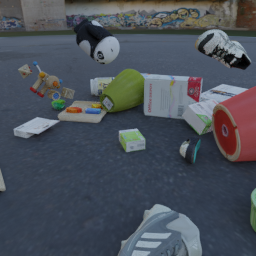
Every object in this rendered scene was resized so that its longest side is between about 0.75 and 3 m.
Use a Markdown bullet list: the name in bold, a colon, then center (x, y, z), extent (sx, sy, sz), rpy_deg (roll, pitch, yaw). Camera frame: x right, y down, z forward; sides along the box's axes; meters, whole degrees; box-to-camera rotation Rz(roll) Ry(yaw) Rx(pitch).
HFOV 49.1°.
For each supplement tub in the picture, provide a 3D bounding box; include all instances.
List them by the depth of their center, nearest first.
- **supplement tub**: center (-1.352, -2.257, 15.300), extent (1.348, 0.977, 0.977), rpy_deg (-3, 24, -6)

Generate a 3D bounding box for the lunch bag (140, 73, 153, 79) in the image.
- **lunch bag**: center (0.662, -2.293, 15.394), extent (2.152, 1.015, 2.685), rpy_deg (7, 26, 21)

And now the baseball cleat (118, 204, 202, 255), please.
- **baseball cleat**: center (0.581, 2.292, 5.103), extent (1.383, 0.906, 2.599), rpy_deg (10, 27, 22)

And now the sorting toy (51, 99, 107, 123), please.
- **sorting toy**: center (-2.383, -0.888, 12.888), extent (2.847, 0.419, 2.104), rpy_deg (4, 24, 8)

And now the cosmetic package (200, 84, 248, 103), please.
- **cosmetic package**: center (4.922, -1.319, 13.495), extent (2.202, 0.755, 2.921), rpy_deg (22, 32, 35)

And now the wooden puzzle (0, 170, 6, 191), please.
- **wooden puzzle**: center (-4.605, 1.436, 7.673), extent (2.085, 0.388, 1.929), rpy_deg (-13, 26, -27)

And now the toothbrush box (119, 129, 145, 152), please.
- **toothbrush box**: center (0.135, 0.422, 9.926), extent (0.708, 0.418, 0.972), rpy_deg (-7, 26, -15)

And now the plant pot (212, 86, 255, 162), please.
- **plant pot**: center (4.113, -0.128, 8.832), extent (2.341, 2.646, 2.646), rpy_deg (-13, 25, -4)

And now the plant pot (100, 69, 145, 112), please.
- **plant pot**: center (-0.324, -1.555, 13.017), extent (1.835, 1.835, 1.962), rpy_deg (17, 39, 34)

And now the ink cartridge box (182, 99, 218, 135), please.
- **ink cartridge box**: center (3.157, -0.476, 11.216), extent (1.560, 0.655, 1.135), rpy_deg (-15, 53, -32)

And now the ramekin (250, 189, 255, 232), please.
- **ramekin**: center (3.416, 1.941, 6.126), extent (1.449, 0.708, 1.449), rpy_deg (0, 24, 0)

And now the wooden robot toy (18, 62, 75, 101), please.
- **wooden robot toy**: center (-2.633, -1.418, 9.511), extent (0.960, 0.932, 2.117), rpy_deg (23, -9, 46)

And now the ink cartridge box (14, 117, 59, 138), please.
- **ink cartridge box**: center (-3.542, 0.004, 11.008), extent (1.197, 0.304, 1.359), rpy_deg (9, 26, 22)

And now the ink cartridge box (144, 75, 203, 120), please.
- **ink cartridge box**: center (1.979, -1.395, 12.410), extent (2.381, 1.735, 0.986), rpy_deg (7, 25, 16)

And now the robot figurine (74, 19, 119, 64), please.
- **robot figurine**: center (-1.464, -3.957, 12.912), extent (2.315, 1.445, 1.739), rpy_deg (44, 29, 15)

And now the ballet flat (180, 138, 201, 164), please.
- **ballet flat**: center (1.991, 0.710, 9.118), extent (0.607, 0.607, 1.663), rpy_deg (8, 19, 18)

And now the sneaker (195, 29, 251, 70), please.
- **sneaker**: center (3.478, -2.696, 9.903), extent (2.449, 0.926, 1.074), rpy_deg (4, 48, -32)
